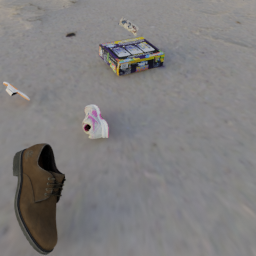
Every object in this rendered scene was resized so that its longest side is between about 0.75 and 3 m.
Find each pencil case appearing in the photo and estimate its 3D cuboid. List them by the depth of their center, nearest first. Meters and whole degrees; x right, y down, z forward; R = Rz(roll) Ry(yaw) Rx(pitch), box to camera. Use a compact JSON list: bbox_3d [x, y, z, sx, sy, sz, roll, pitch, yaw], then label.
[{"bbox_3d":[0.048,-4.180,11.553,0.882,0.343,0.395,30,75,-15],"label":"pencil case"}]

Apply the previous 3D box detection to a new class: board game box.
[{"bbox_3d":[0.120,-2.808,10.787,1.998,0.567,1.652,-17,46,-25],"label":"board game box"}]

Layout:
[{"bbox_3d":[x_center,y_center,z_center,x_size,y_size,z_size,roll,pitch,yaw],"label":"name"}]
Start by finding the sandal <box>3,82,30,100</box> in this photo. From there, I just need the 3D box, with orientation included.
[{"bbox_3d":[-3.574,-1.105,8.848,0.959,0.367,0.275,35,76,-7],"label":"sandal"}]

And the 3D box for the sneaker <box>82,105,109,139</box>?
[{"bbox_3d":[-1.015,-0.190,7.792,0.597,0.550,1.353,-13,39,-20],"label":"sneaker"}]

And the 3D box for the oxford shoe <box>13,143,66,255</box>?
[{"bbox_3d":[-1.624,1.249,5.358,0.908,0.782,2.152,-25,66,17],"label":"oxford shoe"}]
